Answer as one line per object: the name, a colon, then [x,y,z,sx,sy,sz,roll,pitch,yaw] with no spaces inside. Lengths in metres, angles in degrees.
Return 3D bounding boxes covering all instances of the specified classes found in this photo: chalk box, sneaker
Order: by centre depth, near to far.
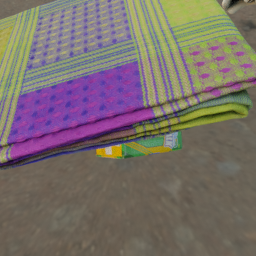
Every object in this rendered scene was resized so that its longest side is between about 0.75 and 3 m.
chalk box: [0.267,-0.050,4.385,1.417,0.877,0.881,-6,91,-32]
sneaker: [3.199,-3.387,6.257,1.002,2.666,1.081,41,75,-14]

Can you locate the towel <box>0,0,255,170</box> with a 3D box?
towel: [-0.489,-0.368,1.695,2.067,0.235,1.484,-15,46,7]
